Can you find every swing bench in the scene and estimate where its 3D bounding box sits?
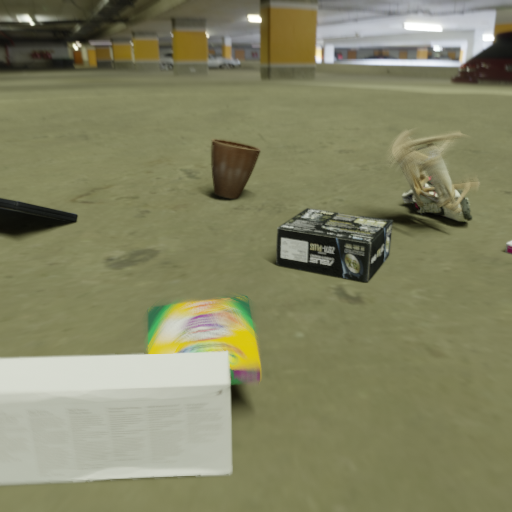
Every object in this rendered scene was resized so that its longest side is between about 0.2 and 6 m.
[{"bbox_3d":[3.343,-1.623,10.745,0.853,1.307,1.314,-50,35,-17],"label":"swing bench"}]

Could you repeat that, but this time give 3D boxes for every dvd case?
[{"bbox_3d":[-4.972,-1.020,11.250,2.236,0.196,1.595,11,0,26],"label":"dvd case"}]

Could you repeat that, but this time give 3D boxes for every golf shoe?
[{"bbox_3d":[3.832,-1.079,11.813,0.856,0.750,1.944,-24,23,-1],"label":"golf shoe"}]

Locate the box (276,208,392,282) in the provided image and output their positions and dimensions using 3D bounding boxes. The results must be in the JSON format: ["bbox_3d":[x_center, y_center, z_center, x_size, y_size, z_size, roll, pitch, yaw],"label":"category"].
[{"bbox_3d":[1.318,-0.225,9.392,1.597,0.688,1.308,10,24,24],"label":"box"}]

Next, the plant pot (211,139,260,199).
[{"bbox_3d":[-0.580,-1.984,12.997,1.138,1.217,1.138,12,15,-3],"label":"plant pot"}]

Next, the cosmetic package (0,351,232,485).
[{"bbox_3d":[-1.393,1.400,4.918,2.342,0.967,0.593,-1,23,-4],"label":"cosmetic package"}]

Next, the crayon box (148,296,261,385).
[{"bbox_3d":[-0.541,0.880,5.643,1.060,0.309,0.914,-7,42,-5],"label":"crayon box"}]

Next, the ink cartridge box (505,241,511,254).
[{"bbox_3d":[5.004,-0.182,9.938,1.075,0.226,0.641,-20,29,-34],"label":"ink cartridge box"}]
